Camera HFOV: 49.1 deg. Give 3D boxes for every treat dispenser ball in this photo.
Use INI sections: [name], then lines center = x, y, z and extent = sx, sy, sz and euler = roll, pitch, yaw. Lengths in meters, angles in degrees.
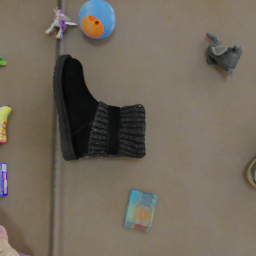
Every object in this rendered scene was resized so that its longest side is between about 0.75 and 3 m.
[treat dispenser ball]
center = -0.875, -3.080, 7.958
extent = 1.047, 1.047, 1.047
euler = 0, 79, 0

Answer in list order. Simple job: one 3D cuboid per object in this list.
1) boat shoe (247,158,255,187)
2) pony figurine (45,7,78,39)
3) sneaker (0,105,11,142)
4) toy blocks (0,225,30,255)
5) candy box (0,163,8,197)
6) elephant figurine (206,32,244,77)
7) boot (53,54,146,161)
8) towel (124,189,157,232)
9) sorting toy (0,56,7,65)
[boat shoe]
center = 4.240, 0.453, 7.159
extent = 1.025, 0.938, 2.744
euler = 37, 82, -12
[pony figurine]
center = -1.966, -3.054, 8.210
extent = 0.797, 0.688, 0.826
euler = 24, 95, 14
[sneaker]
center = -3.542, 0.091, 7.635
extent = 0.678, 0.587, 1.501
euler = 30, 86, -4
[toy blocks]
center = -3.844, 3.212, 6.574
extent = 2.191, 2.603, 2.433
euler = 28, 65, 38
[candy box]
center = -3.783, 1.422, 7.405
extent = 1.046, 0.403, 0.885
euler = -6, 78, -3
[elephant figurine]
center = 2.599, -2.137, 7.998
extent = 1.165, 0.904, 0.824
euler = 25, 123, 15
[boot]
center = -0.667, -0.578, 7.390
extent = 2.210, 1.112, 2.956
euler = -7, 90, 6
[towel]
center = 0.336, 2.179, 7.419
extent = 0.732, 0.108, 0.998
euler = 12, 80, 3
[sorting toy]
center = -4.184, -2.014, 8.175
extent = 1.256, 0.185, 0.928
euler = -11, 79, -2
